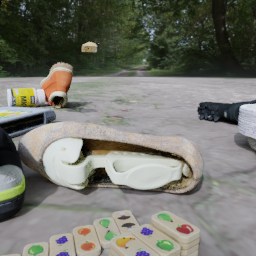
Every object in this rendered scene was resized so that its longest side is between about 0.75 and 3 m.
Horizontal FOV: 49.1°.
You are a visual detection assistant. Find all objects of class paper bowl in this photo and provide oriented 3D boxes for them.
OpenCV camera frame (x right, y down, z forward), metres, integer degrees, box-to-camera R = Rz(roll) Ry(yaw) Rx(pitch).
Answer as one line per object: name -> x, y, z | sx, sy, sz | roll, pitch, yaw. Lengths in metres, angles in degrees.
paper bowl -> 3.146, 0.039, 5.667 | 1.737, 0.903, 1.737 | 0, 12, 0

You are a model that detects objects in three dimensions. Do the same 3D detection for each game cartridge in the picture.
game cartridge -> -3.553, -0.140, 7.430 | 1.945, 0.590, 2.917 | 1, 12, 20

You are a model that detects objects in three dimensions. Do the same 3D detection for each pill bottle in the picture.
pill bottle -> -4.273, -1.267, 11.773 | 1.422, 0.813, 0.813 | -7, 14, -26

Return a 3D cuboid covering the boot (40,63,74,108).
boot -> -3.159, -1.441, 11.988 | 1.088, 1.555, 2.900 | 8, -20, -24

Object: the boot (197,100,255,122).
boot -> 3.340, -0.560, 9.050 | 1.914, 0.708, 1.569 | -7, 10, -30

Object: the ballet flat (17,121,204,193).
ballet flat -> -0.330, 0.451, 3.898 | 2.802, 0.954, 0.942 | 0, 19, 5

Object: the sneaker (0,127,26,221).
sneaker -> -2.073, 0.245, 4.040 | 1.044, 1.205, 2.911 | -9, 15, -35

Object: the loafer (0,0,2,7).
loafer -> -3.014, -3.205, 6.369 | 0.632, 0.683, 1.816 | 19, -16, -18

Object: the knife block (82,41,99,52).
knife block -> -1.513, -3.223, 11.023 | 0.810, 0.259, 0.711 | -6, 35, -27

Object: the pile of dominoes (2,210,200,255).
pile of dominoes -> -0.326, 1.121, 2.167 | 2.000, 0.318, 1.559 | -9, 15, -36
